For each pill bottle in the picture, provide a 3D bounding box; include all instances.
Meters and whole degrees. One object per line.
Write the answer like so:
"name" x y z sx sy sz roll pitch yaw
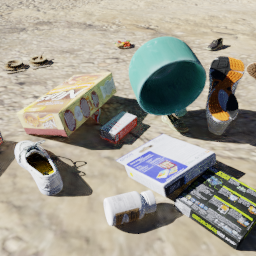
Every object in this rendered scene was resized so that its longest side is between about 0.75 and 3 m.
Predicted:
"pill bottle" 0.046 1.586 5.651 0.976 0.558 0.558 -10 37 -18

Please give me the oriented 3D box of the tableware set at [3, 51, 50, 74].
"tableware set" -4.372 -2.870 12.004 1.851 0.371 1.224 -16 39 -21

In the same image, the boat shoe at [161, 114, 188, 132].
"boat shoe" 1.389 -0.203 8.353 0.365 0.315 1.001 -22 41 -27

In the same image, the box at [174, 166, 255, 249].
"box" 1.972 1.563 5.893 1.470 0.349 1.419 29 43 35

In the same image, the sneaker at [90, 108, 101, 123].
"sneaker" -1.049 -0.381 8.636 0.435 0.275 0.773 2 28 -3

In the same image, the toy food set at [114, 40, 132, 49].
"toy food set" -0.243 -4.185 13.970 0.862 0.210 0.854 -3 36 -4

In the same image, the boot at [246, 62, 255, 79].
"boot" 5.518 -2.276 11.012 1.821 0.683 0.976 11 33 2

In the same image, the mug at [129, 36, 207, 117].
"mug" 0.955 -1.381 7.886 1.924 2.342 1.448 -5 51 -18

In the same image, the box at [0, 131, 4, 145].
"box" -4.450 0.788 6.837 1.639 0.477 2.394 6 36 8

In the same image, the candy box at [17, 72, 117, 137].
"candy box" -1.720 -0.803 8.512 1.608 0.770 2.786 2 32 30

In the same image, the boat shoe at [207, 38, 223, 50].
"boat shoe" 4.263 -4.138 13.736 0.458 0.406 1.252 26 43 32

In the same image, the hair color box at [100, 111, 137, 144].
"hair color box" -0.262 -0.039 8.105 0.562 0.339 1.108 22 41 27

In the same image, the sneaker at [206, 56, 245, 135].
"sneaker" 2.723 -0.995 8.301 1.008 1.225 2.663 16 57 12

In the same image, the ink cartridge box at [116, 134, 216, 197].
"ink cartridge box" 0.884 0.813 6.771 1.704 0.405 1.724 -26 26 -29

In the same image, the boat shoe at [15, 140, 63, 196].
"boat shoe" -2.219 0.684 6.653 0.745 0.860 2.016 -22 41 -27
